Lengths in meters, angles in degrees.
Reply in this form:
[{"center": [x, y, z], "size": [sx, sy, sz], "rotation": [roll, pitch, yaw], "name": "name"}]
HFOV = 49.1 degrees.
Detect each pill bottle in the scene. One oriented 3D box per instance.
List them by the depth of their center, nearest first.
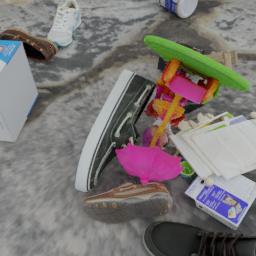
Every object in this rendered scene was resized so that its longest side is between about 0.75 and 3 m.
[{"center": [1.830, -5.247, 11.254], "size": [1.031, 1.031, 1.782], "rotation": [-29, 55, -23], "name": "pill bottle"}]

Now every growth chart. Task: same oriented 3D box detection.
[{"center": [2.485, 0.328, 6.776], "size": [2.888, 0.256, 2.090], "rotation": [-11, 49, -16], "name": "growth chart"}]

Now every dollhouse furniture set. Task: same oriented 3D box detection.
[{"center": [2.612, -1.793, 8.131], "size": [0.730, 0.855, 1.650], "rotation": [-1, 13, 35], "name": "dollhouse furniture set"}]

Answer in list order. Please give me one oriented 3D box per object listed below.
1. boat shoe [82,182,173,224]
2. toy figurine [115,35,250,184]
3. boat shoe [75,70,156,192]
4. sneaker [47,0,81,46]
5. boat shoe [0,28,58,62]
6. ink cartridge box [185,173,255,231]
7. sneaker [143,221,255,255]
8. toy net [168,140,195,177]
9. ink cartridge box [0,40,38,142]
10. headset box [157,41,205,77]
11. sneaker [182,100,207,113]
[{"center": [-0.020, 1.480, 5.733], "size": [1.801, 0.682, 0.646], "rotation": [-4, 31, 1], "name": "boat shoe"}, {"center": [0.755, -0.193, 6.075], "size": [2.218, 2.720, 2.955], "rotation": [26, 11, -4], "name": "toy figurine"}, {"center": [-0.218, 0.079, 6.128], "size": [0.935, 1.038, 2.936], "rotation": [22, 75, 6], "name": "boat shoe"}, {"center": [-2.324, -3.755, 10.029], "size": [0.883, 0.933, 2.309], "rotation": [7, 50, 4], "name": "sneaker"}, {"center": [-3.408, -2.714, 9.242], "size": [2.101, 0.740, 0.739], "rotation": [16, 48, 13], "name": "boat shoe"}, {"center": [2.024, 1.369, 6.002], "size": [1.209, 0.262, 1.198], "rotation": [31, 55, 28], "name": "ink cartridge box"}, {"center": [1.476, 2.016, 4.756], "size": [2.477, 1.316, 0.926], "rotation": [16, 51, 13], "name": "sneaker"}, {"center": [1.382, 0.614, 6.684], "size": [0.684, 0.252, 1.304], "rotation": [-8, 49, -7], "name": "toy net"}, {"center": [-3.945, -0.988, 7.020], "size": [2.521, 1.823, 1.856], "rotation": [5, 49, 5], "name": "ink cartridge box"}, {"center": [1.633, -2.105, 8.793], "size": [1.003, 0.520, 1.348], "rotation": [28, 48, 23], "name": "headset box"}, {"center": [1.687, -0.745, 7.800], "size": [0.966, 0.369, 0.553], "rotation": [-25, 52, -24], "name": "sneaker"}]
